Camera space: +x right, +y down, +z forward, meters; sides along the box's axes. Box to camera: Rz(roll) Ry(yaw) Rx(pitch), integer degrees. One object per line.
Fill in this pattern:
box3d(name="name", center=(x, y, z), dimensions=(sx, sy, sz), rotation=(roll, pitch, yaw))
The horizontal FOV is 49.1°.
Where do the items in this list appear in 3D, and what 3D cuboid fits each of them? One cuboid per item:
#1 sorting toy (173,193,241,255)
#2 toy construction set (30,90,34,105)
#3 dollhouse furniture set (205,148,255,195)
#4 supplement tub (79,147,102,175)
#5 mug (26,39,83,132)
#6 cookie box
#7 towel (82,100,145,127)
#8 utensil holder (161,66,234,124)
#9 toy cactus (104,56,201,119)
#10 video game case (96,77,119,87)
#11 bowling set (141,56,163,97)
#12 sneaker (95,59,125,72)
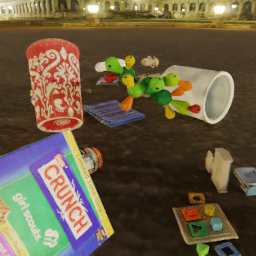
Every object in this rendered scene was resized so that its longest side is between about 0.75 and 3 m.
box3d(name="sorting toy", center=(1.549, 1.865, 5.729), dimensions=(1.078, 0.261, 1.915), rotation=(-3, 25, -6))
box3d(name="toy construction set", center=(-3.301, -1.449, 12.151), dimensions=(2.003, 0.923, 1.313), rotation=(-5, 0, -29))
box3d(name="dollhouse furniture set", center=(2.828, 0.929, 7.016), dimensions=(1.367, 0.892, 1.290), rotation=(-1, 25, -2))
box3d(name="supplement tub", center=(-1.304, 0.946, 7.176), dimensions=(1.188, 0.728, 0.728), rotation=(-19, 31, -36))
box3d(name="mug", center=(-2.453, -1.256, 9.748), dimensions=(1.802, 2.701, 2.398), rotation=(-6, -18, -15))
box3d(name="cookie box", center=(-1.649, 1.422, 4.346), dimensions=(0.920, 2.094, 2.448), rotation=(-17, 8, 44))
box3d(name="towel", center=(-0.614, -0.683, 11.264), dimensions=(1.688, 0.278, 2.332), rotation=(-15, 28, -31))
box3d(name="utensil holder", center=(2.577, -1.406, 10.884), dimensions=(1.928, 1.928, 2.268), rotation=(-20, 30, -36))
box3d(name="toy cactus", center=(0.507, -1.086, 8.206), dimensions=(2.877, 1.471, 2.374), rotation=(16, 4, -17))
box3d(name="video game case", center=(-1.094, -2.588, 15.567), dimensions=(1.127, 0.150, 1.577), rotation=(1, 26, 2))
box3d(name="bowling set", center=(1.046, -2.079, 13.081), dimensions=(1.208, 2.249, 1.566), rotation=(-15, -6, -43))
box3d(name="sneaker", center=(-1.073, -4.041, 18.102), dimensions=(2.117, 0.796, 0.936), rotation=(-3, 13, -5))
